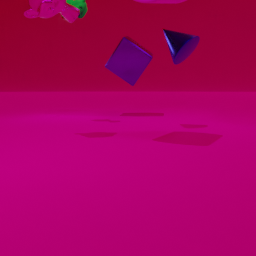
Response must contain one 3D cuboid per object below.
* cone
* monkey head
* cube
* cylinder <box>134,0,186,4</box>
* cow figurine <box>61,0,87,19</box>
[{"bbox_3d":[1.292,-2.440,7.749,0.963,0.960,0.960,48,27,16],"label":"cone"},{"bbox_3d":[-1.509,-2.628,5.714,0.978,1.360,0.819,20,28,-53],"label":"monkey head"},{"bbox_3d":[0.078,-2.804,11.599,1.400,1.400,1.400,34,20,-7],"label":"cube"},{"bbox_3d":[0.620,-2.937,4.927,1.362,1.362,1.362,5,23,30],"label":"cylinder"},{"bbox_3d":[-1.766,-3.680,8.268,1.121,0.615,1.103,34,-17,-23],"label":"cow figurine"}]
